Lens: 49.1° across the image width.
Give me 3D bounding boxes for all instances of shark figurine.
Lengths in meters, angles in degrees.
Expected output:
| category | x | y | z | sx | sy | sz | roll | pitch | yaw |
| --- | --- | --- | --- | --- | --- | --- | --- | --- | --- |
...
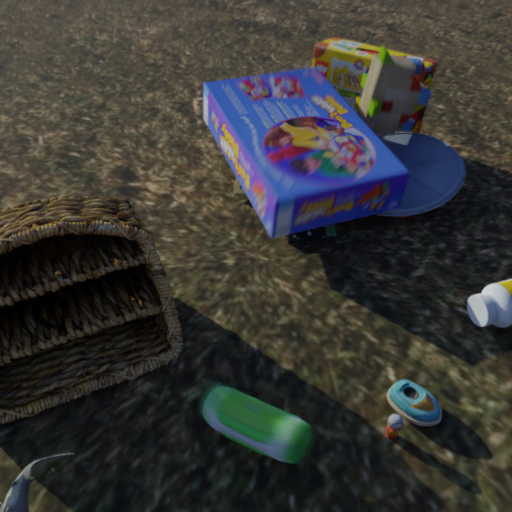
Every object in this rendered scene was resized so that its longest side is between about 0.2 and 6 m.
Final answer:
| category | x | y | z | sx | sy | sz | roll | pitch | yaw |
| --- | --- | --- | --- | --- | --- | --- | --- | --- | --- |
| shark figurine | -2.588 | 2.958 | 6.394 | 0.668 | 1.601 | 0.956 | 18 | -10 | -40 |

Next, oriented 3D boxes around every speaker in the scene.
| category | x | y | z | sx | sy | sz | roll | pitch | yaw |
| --- | --- | --- | --- | --- | --- | --- | --- | --- | --- |
| speaker | -0.018 | 2.127 | 7.129 | 1.346 | 0.595 | 0.595 | 15 | 41 | 32 |

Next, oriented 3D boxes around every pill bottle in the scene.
| category | x | y | z | sx | sy | sz | roll | pitch | yaw |
| --- | --- | --- | --- | --- | --- | --- | --- | --- | --- |
| pill bottle | 4.104 | 0.748 | 9.028 | 1.274 | 0.714 | 0.714 | -13 | 42 | -14 |

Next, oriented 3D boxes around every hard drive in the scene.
| category | x | y | z | sx | sy | sz | roll | pitch | yaw |
| --- | --- | --- | --- | --- | --- | --- | --- | --- | --- |
| hard drive | 1.050 | -0.586 | 10.850 | 0.961 | 0.182 | 0.671 | -5 | 64 | -4 |

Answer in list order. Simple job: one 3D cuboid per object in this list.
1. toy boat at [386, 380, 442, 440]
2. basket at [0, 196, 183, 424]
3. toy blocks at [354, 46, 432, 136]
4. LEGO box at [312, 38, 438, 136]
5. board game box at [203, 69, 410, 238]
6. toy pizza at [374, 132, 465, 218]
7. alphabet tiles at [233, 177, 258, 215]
| category | x | y | z | sx | sy | sz | roll | pitch | yaw |
| --- | --- | --- | --- | --- | --- | --- | --- | --- | --- |
| toy boat | 2.083 | 2.102 | 7.635 | 0.786 | 0.434 | 0.935 | 31 | 49 | 31 |
| basket | -2.828 | 0.569 | 8.110 | 3.037 | 2.167 | 2.262 | -16 | 42 | -18 |
| toy blocks | 2.997 | -3.363 | 11.861 | 1.391 | 2.035 | 1.017 | 1 | 39 | -12 |
| LEGO box | 2.684 | -3.865 | 13.434 | 2.699 | 2.010 | 1.042 | 25 | 40 | 27 |
| board game box | 0.819 | -2.317 | 11.477 | 2.744 | 0.914 | 4.081 | -13 | 49 | -17 |
| toy pizza | 3.014 | -1.708 | 11.968 | 2.725 | 0.432 | 2.725 | -8 | 46 | 8 |
| alphabet tiles | 1.045 | -2.141 | 12.334 | 2.879 | 0.110 | 3.459 | 0 | 49 | 9 |
